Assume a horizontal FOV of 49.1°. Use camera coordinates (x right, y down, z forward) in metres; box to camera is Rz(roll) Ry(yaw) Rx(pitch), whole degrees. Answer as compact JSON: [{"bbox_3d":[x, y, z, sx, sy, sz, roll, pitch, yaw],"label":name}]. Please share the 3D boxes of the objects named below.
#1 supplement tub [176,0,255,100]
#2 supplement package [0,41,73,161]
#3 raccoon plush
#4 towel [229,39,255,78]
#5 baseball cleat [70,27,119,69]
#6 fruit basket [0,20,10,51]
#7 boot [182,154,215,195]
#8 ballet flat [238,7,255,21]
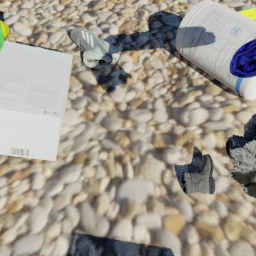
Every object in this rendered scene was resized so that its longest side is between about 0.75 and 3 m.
[{"bbox_3d":[2.858,-2.183,7.746,1.787,1.787,2.709,-29,55,-22],"label":"supplement tub"},{"bbox_3d":[-2.211,-0.597,6.356,1.565,1.554,2.062,9,49,-11],"label":"supplement package"},{"bbox_3d":[1.645,0.084,2.409,1.093,1.632,0.790,-41,104,-36],"label":"raccoon plush"},{"bbox_3d":[2.326,-0.981,3.138,2.051,0.508,1.514,-18,16,-36],"label":"towel"},{"bbox_3d":[-1.247,-2.518,8.741,1.984,0.692,1.056,29,55,23],"label":"baseball cleat"},{"bbox_3d":[-4.496,-3.175,9.020,1.141,1.582,1.582,-11,51,-11],"label":"fruit basket"},{"bbox_3d":[1.490,0.962,6.037,0.658,0.349,1.000,2,47,5],"label":"boot"},{"bbox_3d":[3.523,-3.455,9.487,2.712,0.906,0.909,-17,76,-16],"label":"ballet flat"}]
